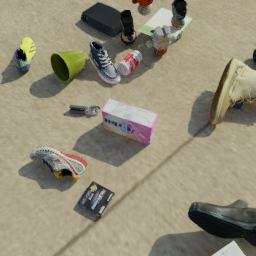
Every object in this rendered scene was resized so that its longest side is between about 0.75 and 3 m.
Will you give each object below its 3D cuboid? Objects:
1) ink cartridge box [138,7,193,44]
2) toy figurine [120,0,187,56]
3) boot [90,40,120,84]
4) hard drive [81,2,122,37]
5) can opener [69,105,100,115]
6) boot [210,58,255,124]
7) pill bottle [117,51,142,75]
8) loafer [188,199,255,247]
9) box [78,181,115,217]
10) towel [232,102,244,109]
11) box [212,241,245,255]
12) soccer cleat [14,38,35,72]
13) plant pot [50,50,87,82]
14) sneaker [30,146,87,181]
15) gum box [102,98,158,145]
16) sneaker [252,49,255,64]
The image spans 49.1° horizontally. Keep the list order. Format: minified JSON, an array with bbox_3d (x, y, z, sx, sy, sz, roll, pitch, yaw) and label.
[{"bbox_3d":[1.773,-4.709,13.231,1.709,0.563,2.349,28,60,18],"label":"ink cartridge box"},{"bbox_3d":[1.103,-4.656,12.266,2.600,1.837,2.641,25,77,9],"label":"toy figurine"},{"bbox_3d":[-1.031,-2.770,11.704,0.745,0.925,2.048,-31,61,-19],"label":"boot"},{"bbox_3d":[-1.094,-5.396,13.748,2.246,0.475,1.515,35,63,21],"label":"hard drive"},{"bbox_3d":[-1.660,-0.701,10.741,1.179,0.310,0.392,5,21,2],"label":"can opener"},{"bbox_3d":[4.383,-1.088,10.477,2.145,1.005,2.760,23,72,3],"label":"boot"},{"bbox_3d":[0.101,-2.796,11.913,0.619,0.619,1.103,31,61,19],"label":"pill bottle"},{"bbox_3d":[3.106,2.552,7.959,2.943,1.071,1.064,19,52,-6],"label":"loafer"},{"bbox_3d":[-0.977,2.221,8.776,0.850,0.213,0.856,25,60,17],"label":"box"},{"bbox_3d":[4.340,-1.098,11.020,0.452,0.196,0.809,25,58,17],"label":"towel"},{"bbox_3d":[2.801,3.925,7.121,0.808,1.031,1.657,-26,60,-16],"label":"box"},{"bbox_3d":[-4.463,-3.324,12.117,0.666,0.862,2.061,-3,56,-2],"label":"soccer cleat"},{"bbox_3d":[-2.356,-2.688,11.609,1.218,1.218,1.172,38,51,22],"label":"plant pot"},{"bbox_3d":[-2.351,1.165,9.163,1.917,0.746,0.788,14,58,10],"label":"sneaker"},{"bbox_3d":[0.003,-0.234,9.884,1.936,1.098,0.640,20,58,13],"label":"gum box"},{"bbox_3d":[5.964,-2.651,11.729,0.768,0.755,1.993,-8,58,-1],"label":"sneaker"}]
